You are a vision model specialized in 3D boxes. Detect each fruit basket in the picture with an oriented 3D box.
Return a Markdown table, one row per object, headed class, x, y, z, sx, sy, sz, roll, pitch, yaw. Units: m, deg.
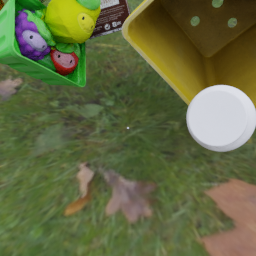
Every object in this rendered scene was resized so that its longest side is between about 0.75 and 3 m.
| class | x | y | z | sx | sy | sz | roll | pitch | yaw |
| --- | --- | --- | --- | --- | --- | --- | --- | --- | --- |
| fruit basket | -1.312 | -1.750 | 5.359 | 2.057 | 2.057 | 1.484 | -2 | 76 | -2 |

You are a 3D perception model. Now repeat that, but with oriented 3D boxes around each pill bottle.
| class | x | y | z | sx | sy | sz | roll | pitch | yaw |
| --- | --- | --- | --- | --- | --- | --- | --- | --- | --- |
| pill bottle | 1.212 | -0.121 | 3.637 | 0.825 | 1.380 | 0.825 | 0 | 91 | 23 |

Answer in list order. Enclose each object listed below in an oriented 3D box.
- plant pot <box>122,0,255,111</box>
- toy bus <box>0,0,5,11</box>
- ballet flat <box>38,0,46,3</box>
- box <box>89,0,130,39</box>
| class | x | y | z | sx | sy | sz | roll | pitch | yaw |
| --- | --- | --- | --- | --- | --- | --- | --- | --- | --- |
| plant pot | 1.955 | -2.121 | 5.229 | 2.928 | 2.928 | 2.583 | -37 | 26 | 25 |
| toy bus | -3.636 | -1.973 | 5.525 | 1.878 | 1.327 | 1.956 | 21 | 79 | -10 |
| ballet flat | -1.558 | -2.797 | 4.765 | 0.841 | 2.502 | 0.852 | -25 | 99 | -42 |
| box | -0.490 | -2.642 | 6.271 | 1.012 | 1.002 | 1.220 | -15 | 19 | 6 |
